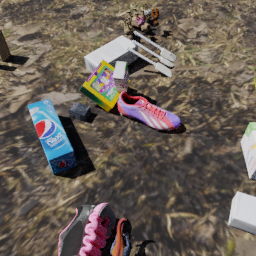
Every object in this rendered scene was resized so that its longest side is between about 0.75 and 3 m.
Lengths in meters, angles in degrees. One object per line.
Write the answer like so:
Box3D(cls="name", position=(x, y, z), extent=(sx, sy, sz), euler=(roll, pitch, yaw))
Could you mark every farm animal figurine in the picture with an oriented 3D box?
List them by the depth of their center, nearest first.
Box3D(cls="farm animal figurine", position=(0.604, -5.778, 15.455), extent=(2.238, 1.167, 2.213), euler=(-22, 41, -10))

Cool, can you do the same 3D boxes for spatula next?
Box3D(cls="spatula", position=(1.182, -3.597, 13.494), extent=(2.520, 0.202, 1.752), euler=(28, 56, -12))

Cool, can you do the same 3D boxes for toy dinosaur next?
Box3D(cls="toy dinosaur", position=(-0.393, 3.541, 7.541), extent=(0.857, 1.632, 1.481), euler=(-6, 29, 21))

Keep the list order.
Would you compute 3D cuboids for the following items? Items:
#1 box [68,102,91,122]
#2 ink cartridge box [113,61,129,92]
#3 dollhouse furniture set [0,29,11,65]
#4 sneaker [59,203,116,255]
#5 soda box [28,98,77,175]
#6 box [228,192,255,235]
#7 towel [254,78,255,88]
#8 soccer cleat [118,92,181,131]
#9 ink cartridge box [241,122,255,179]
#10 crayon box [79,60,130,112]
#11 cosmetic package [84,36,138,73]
Box3D(cls="box", position=(-1.985, -0.672, 11.567), extent=(0.752, 0.403, 0.558), euler=(19, 53, 15))
Box3D(cls="ink cartridge box", position=(-0.260, -2.070, 11.418), extent=(0.455, 1.085, 0.785), euler=(6, 68, 9))
Box3D(cls="dollhouse furniture set", position=(-7.127, -3.849, 13.535), extent=(1.785, 1.455, 1.698), euler=(14, 52, 12))
Box3D(cls="sneaker", position=(-1.497, 3.452, 7.876), extent=(1.418, 1.174, 2.972), euler=(1, 46, 32))
Box3D(cls="soda box", position=(-2.850, 0.237, 10.432), extent=(0.917, 0.970, 2.859), euler=(-21, 54, -17))
Box3D(cls="box", position=(3.712, 2.641, 8.647), extent=(0.965, 0.630, 0.960), euler=(17, 52, 14))
Box3D(cls="towel", position=(6.056, -1.948, 12.843), extent=(0.425, 0.089, 0.988), euler=(5, 51, 6))
Box3D(cls="soccer cleat", position=(0.816, -0.668, 11.161), extent=(2.677, 1.023, 0.893), euler=(20, 53, 17))
Box3D(cls="ink cartridge box", position=(4.579, 0.961, 9.659), extent=(0.700, 1.218, 2.079), euler=(2, 49, 3))
Box3D(cls="crayon box", position=(-0.956, -1.810, 11.942), extent=(1.527, 0.516, 1.770), euler=(38, 58, -11))
Box3D(cls="cosmetic package", position=(-0.761, -3.387, 13.477), extent=(2.374, 0.846, 1.204), euler=(-36, 59, -22))
